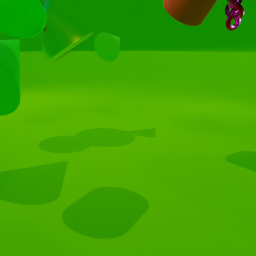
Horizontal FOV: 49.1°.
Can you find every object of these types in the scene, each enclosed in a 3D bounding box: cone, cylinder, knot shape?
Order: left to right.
[{"bbox_3d":[-2.621,-1.402,5.738,1.645,1.645,1.652,4,45,13],"label":"cone"},{"bbox_3d":[-1.725,-2.173,4.474,1.031,1.031,1.031,1,58,4],"label":"cylinder"},{"bbox_3d":[-2.096,-2.888,7.728,1.635,1.641,1.635,-32,15,10],"label":"cone"},{"bbox_3d":[-0.436,-2.571,8.436,0.850,0.850,0.853,9,38,27],"label":"cone"},{"bbox_3d":[1.467,-3.005,6.160,1.052,1.052,1.052,12,54,-17],"label":"cylinder"},{"bbox_3d":[3.719,-4.111,9.779,0.564,1.221,1.143,2,0,13],"label":"knot shape"}]
